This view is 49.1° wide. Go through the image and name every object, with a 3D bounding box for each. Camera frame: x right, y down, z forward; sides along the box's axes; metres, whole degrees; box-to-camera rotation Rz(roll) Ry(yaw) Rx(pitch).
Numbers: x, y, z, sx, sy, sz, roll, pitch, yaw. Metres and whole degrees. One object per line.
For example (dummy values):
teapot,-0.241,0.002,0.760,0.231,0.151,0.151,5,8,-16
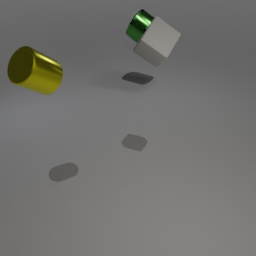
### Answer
cylinder,-1.672,-1.020,5.081,0.700,0.700,0.700,22,2,32
cylinder,0.843,-4.641,13.368,1.400,1.400,1.400,38,38,0
cube,0.650,-1.961,6.437,0.700,0.700,0.700,33,-13,-9
